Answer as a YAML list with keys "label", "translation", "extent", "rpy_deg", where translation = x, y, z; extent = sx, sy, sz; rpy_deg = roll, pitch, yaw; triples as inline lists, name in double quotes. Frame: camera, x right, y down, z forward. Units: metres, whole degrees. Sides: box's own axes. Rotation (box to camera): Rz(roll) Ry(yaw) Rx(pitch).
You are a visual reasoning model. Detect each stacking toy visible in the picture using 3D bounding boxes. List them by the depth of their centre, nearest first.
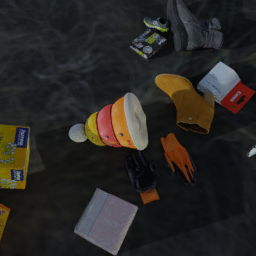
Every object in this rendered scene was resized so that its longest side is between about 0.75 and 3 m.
- label: "stacking toy"
  translation: [-0.701, 0.020, 8.804]
  extent: [2.444, 1.786, 1.786]
  rpy_deg: [-13, 61, 15]

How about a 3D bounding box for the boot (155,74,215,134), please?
- label: "boot"
  translation: [1.789, -0.812, 9.334]
  extent: [2.292, 0.807, 1.641]
  rpy_deg: [23, 56, 4]

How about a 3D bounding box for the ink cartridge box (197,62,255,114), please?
- label: "ink cartridge box"
  translation: [3.535, -1.457, 9.973]
  extent: [1.659, 0.392, 1.328]
  rpy_deg: [39, 69, 20]

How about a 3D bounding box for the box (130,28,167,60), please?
- label: "box"
  translation: [0.796, -3.325, 11.028]
  extent: [0.955, 0.264, 1.193]
  rpy_deg: [39, 69, 19]

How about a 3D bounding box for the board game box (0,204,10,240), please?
- label: "board game box"
  translation: [-4.677, 2.677, 6.693]
  extent: [2.299, 2.300, 2.298]
  rpy_deg: [7, 62, 4]

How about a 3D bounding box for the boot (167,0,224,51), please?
- label: "boot"
  translation: [2.666, -4.290, 11.260]
  extent: [1.894, 1.004, 2.878]
  rpy_deg: [-6, 73, -6]

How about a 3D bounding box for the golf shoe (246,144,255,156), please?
- label: "golf shoe"
  translation: [4.225, 0.690, 8.836]
  extent: [1.032, 0.401, 0.487]
  rpy_deg: [-28, 66, -12]

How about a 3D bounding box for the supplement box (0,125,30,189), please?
- label: "supplement box"
  translation: [-4.091, 0.771, 7.728]
  extent: [2.518, 1.370, 1.379]
  rpy_deg: [5, 54, -16]

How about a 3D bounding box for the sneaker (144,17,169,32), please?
- label: "sneaker"
  translation: [1.182, -4.354, 11.464]
  extent: [1.129, 0.457, 0.417]
  rpy_deg: [24, 65, 12]

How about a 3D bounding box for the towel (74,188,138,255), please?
- label: "towel"
  translation: [-0.616, 2.591, 7.926]
  extent: [1.368, 0.231, 1.433]
  rpy_deg: [24, 65, 12]

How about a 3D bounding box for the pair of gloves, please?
- label: "pair of gloves"
  translation: [1.004, 1.231, 8.639]
  extent: [2.062, 0.255, 1.837]
  rpy_deg: [-22, 66, -8]
